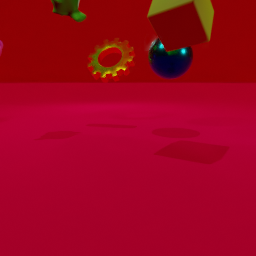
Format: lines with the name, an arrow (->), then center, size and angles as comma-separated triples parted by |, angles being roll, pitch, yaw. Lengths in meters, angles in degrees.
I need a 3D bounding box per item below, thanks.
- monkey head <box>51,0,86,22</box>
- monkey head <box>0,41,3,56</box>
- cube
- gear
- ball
monkey head -> -1.725, -3.788, 8.383 | 1.116, 0.935, 1.551 | 39, 55, 15
monkey head -> -4.077, -2.147, 8.309 | 0.804, 0.960, 1.335 | -24, 30, 8
cube -> 1.278, -2.684, 6.607 | 1.111, 1.111, 1.111 | -6, -36, 33
gear -> -0.559, -2.254, 9.264 | 1.592, 1.592, 0.294 | 3, -25, 17
ball -> 1.246, -2.096, 8.227 | 1.313, 1.313, 1.313 | 0, 10, 0
